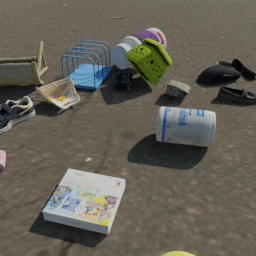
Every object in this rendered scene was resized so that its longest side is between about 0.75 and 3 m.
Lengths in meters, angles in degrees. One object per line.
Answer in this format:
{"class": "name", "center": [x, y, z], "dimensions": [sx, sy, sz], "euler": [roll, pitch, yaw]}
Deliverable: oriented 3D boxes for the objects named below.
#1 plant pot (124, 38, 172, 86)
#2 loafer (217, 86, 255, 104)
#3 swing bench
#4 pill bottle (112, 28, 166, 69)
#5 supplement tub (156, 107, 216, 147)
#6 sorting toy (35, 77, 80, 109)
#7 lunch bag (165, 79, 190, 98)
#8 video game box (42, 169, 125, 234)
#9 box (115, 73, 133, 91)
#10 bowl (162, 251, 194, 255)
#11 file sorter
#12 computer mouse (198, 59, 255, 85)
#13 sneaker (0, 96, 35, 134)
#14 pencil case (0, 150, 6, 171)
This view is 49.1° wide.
{"class": "plant pot", "center": [0.998, -3.126, 12.869], "dimensions": [1.418, 1.555, 1.563], "euler": [-44, 37, 1]}
{"class": "loafer", "center": [4.728, -1.425, 11.866], "dimensions": [1.743, 0.548, 0.626], "euler": [7, 36, 9]}
{"class": "swing bench", "center": [-5.194, -2.842, 13.073], "dimensions": [2.373, 1.548, 2.386], "euler": [-2, 41, -4]}
{"class": "pill bottle", "center": [0.561, -4.100, 14.644], "dimensions": [1.638, 1.638, 2.940], "euler": [26, 43, 31]}
{"class": "supplement tub", "center": [1.909, -0.051, 9.401], "dimensions": [1.835, 1.211, 1.211], "euler": [5, 36, 9]}
{"class": "sorting toy", "center": [-2.755, -1.300, 11.592], "dimensions": [1.548, 0.827, 1.393], "euler": [-28, 52, -35]}
{"class": "lunch bag", "center": [2.182, -1.657, 12.115], "dimensions": [0.953, 0.560, 0.782], "euler": [19, 32, 13]}
{"class": "video game box", "center": [-1.092, 1.875, 7.417], "dimensions": [1.737, 0.407, 1.583], "euler": [9, 34, 12]}
{"class": "box", "center": [-0.178, -2.158, 12.987], "dimensions": [0.771, 0.431, 1.092], "euler": [3, 36, 0]}
{"class": "bowl", "center": [1.068, 3.013, 5.509], "dimensions": [1.475, 0.794, 1.475], "euler": [-1, 36, 0]}
{"class": "file sorter", "center": [-1.934, -3.074, 13.328], "dimensions": [1.679, 1.485, 2.420], "euler": [8, 36, 12]}
{"class": "computer mouse", "center": [4.714, -2.990, 13.932], "dimensions": [2.951, 0.679, 2.072], "euler": [-8, 37, -11]}
{"class": "sneaker", "center": [-4.476, -0.506, 10.378], "dimensions": [0.825, 0.835, 2.103], "euler": [25, 44, 28]}
{"class": "pencil case", "center": [-3.983, 1.006, 8.697], "dimensions": [0.330, 0.330, 0.755], "euler": [-9, 36, -12]}
